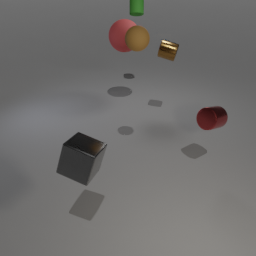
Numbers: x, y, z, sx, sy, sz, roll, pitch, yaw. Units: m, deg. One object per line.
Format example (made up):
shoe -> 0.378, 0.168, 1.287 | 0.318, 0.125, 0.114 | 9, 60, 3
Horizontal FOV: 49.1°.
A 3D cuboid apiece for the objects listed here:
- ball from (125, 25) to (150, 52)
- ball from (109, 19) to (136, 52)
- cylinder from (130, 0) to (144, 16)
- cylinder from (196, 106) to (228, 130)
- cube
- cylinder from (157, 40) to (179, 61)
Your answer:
ball -> 0.260, -2.508, 7.855 | 0.700, 0.700, 0.700 | 0, 29, 0
ball -> -0.162, -4.081, 12.412 | 1.400, 1.400, 1.400 | 0, 29, 0
cylinder -> 0.428, -5.953, 13.802 | 0.700, 0.700, 0.700 | 0, 7, 0
cylinder -> 2.594, -0.311, 8.646 | 0.700, 0.700, 0.700 | -10, 28, -43
cube -> -0.933, 0.611, 5.712 | 0.700, 0.700, 0.700 | 22, 23, 7
cylinder -> 1.627, -3.131, 11.318 | 0.700, 0.700, 0.700 | 19, 32, 6
